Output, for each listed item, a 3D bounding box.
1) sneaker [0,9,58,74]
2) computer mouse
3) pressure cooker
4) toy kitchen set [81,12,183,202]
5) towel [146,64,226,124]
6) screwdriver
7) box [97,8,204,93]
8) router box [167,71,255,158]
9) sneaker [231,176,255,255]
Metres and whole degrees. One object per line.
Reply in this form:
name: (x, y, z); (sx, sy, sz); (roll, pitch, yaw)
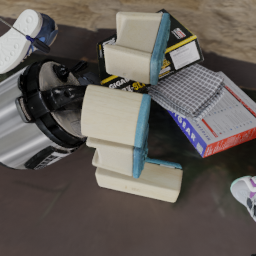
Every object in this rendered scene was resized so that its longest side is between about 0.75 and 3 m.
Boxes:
sneaker: (-3.202, -2.620, 9.022); (0.952, 1.730, 2.362); (44, 102, 4)
computer mouse: (-1.268, -1.086, 7.687); (1.388, 0.455, 1.976); (-34, 65, -14)
pressure cooker: (-1.743, -0.320, 5.745); (2.204, 1.968, 1.938); (-24, 44, 19)
toy kitchen set: (0.407, -0.237, 5.239); (1.668, 2.831, 2.268); (11, 61, 7)
towel: (1.410, -0.973, 6.815); (1.305, 0.674, 1.576); (-42, 56, -18)
screwdriver: (-2.626, -2.367, 6.899); (0.248, 1.781, 0.259); (-23, 58, 25)
box: (0.370, -2.081, 7.545); (2.370, 0.732, 2.968); (-26, 34, 10)
router box: (2.195, -0.465, 7.247); (1.913, 0.521, 2.132); (-17, 51, -15)
sneaker: (2.416, 1.688, 4.791); (1.513, 0.841, 2.163); (-32, 28, -26)
